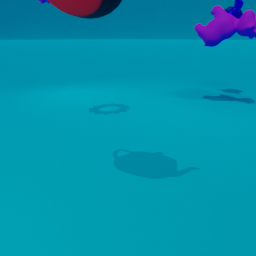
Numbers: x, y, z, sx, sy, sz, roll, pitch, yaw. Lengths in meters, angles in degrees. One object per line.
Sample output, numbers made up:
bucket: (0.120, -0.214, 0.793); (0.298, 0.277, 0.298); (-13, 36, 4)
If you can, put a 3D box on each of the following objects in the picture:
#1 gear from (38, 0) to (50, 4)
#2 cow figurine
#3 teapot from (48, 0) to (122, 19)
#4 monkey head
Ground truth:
gear: (-1.515, -3.287, 6.454); (1.277, 0.236, 1.277); (-24, 14, 6)
cow figurine: (2.982, -2.916, 8.348); (1.536, 1.561, 0.857); (53, 17, 20)
teapot: (-0.439, -1.868, 2.995); (1.907, 1.185, 0.934); (-7, 50, 48)
monkey head: (3.441, -3.759, 9.334); (0.785, 0.937, 1.303); (-38, 67, -8)
